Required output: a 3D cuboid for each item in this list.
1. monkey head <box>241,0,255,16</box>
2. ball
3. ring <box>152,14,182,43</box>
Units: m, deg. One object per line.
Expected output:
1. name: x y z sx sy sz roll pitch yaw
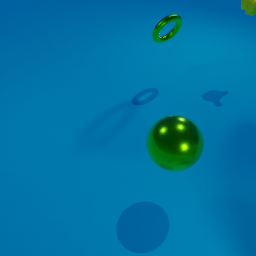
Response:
1. monkey head: 3.864 -3.877 8.506 0.786 1.092 0.658 5 64 60
2. ball: 0.913 0.297 5.502 1.118 1.118 1.118 0 43 0
3. ring: 1.241 -3.128 8.861 1.094 1.094 0.219 -24 69 -23
